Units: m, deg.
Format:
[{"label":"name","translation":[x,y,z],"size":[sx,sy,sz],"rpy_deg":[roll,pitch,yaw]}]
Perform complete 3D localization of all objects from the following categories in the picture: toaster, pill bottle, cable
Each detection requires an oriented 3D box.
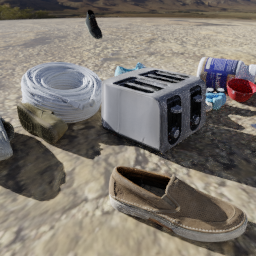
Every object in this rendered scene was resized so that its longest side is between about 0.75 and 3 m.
[{"label":"toaster","translation":[0.747,-0.727,8.905],"size":[2.898,1.719,2.620],"rpy_deg":[22,33,37]},{"label":"pill bottle","translation":[4.423,-2.374,12.556],"size":[2.394,1.386,1.386],"rpy_deg":[12,29,24]},{"label":"cable","translation":[-2.340,-1.411,10.332],"size":[2.957,1.024,2.958],"rpy_deg":[15,37,5]}]

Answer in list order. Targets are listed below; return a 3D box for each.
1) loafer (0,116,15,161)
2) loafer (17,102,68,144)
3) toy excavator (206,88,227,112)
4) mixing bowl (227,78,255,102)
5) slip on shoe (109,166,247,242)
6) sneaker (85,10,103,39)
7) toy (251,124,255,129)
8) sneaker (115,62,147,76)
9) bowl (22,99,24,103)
[{"label":"loafer","translation":[-3.855,0.132,8.119],"size":[1.039,1.041,2.977],"rpy_deg":[1,27,-25]},{"label":"loafer","translation":[-2.762,-0.207,8.945],"size":[2.257,0.858,0.761],"rpy_deg":[32,39,31]},{"label":"toy excavator","translation":[3.175,-0.957,10.703],"size":[1.265,0.650,1.301],"rpy_deg":[0,35,3]},{"label":"mixing bowl","translation":[4.606,-1.481,11.514],"size":[1.148,0.622,1.148],"rpy_deg":[0,42,0]},{"label":"slip on shoe","translation":[0.924,1.396,5.615],"size":[2.801,0.849,1.065],"rpy_deg":[12,29,23]},{"label":"sneaker","translation":[-0.915,-2.729,7.411],"size":[0.294,0.418,0.786],"rpy_deg":[-25,69,-22]},{"label":"toy","translation":[5.263,0.160,8.345],"size":[2.743,0.648,1.580],"rpy_deg":[-11,31,-16]},{"label":"sneaker","translation":[0.779,-2.390,12.851],"size":[2.845,1.166,1.052],"rpy_deg":[0,28,1]},{"label":"bowl","translation":[-4.024,-1.294,11.567],"size":[0.760,0.357,0.760],"rpy_deg":[-1,27,0]}]
